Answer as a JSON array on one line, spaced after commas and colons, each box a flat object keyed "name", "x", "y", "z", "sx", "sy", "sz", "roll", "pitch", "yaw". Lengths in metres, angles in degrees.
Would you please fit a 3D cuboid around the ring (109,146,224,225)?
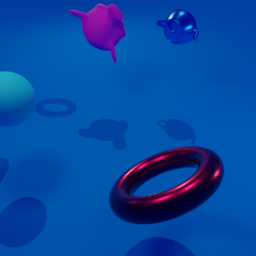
[{"name": "ring", "x": 0.520, "y": 0.757, "z": 4.037, "sx": 1.713, "sy": 0.343, "sz": 1.713, "roll": -23, "pitch": 12, "yaw": 5}]

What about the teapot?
[{"name": "teapot", "x": 1.285, "y": -2.445, "z": 6.963, "sx": 1.373, "sy": 0.854, "sz": 0.672, "roll": 33, "pitch": 55, "yaw": 29}]

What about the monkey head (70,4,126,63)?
[{"name": "monkey head", "x": -0.600, "y": -2.469, "z": 6.855, "sx": 1.004, "sy": 1.666, "sz": 1.199, "roll": -44, "pitch": 12, "yaw": -3}]

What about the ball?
[{"name": "ball", "x": -2.136, "y": -0.501, "z": 4.948, "sx": 0.974, "sy": 0.974, "sz": 0.974, "roll": 0, "pitch": 40, "yaw": 0}]
